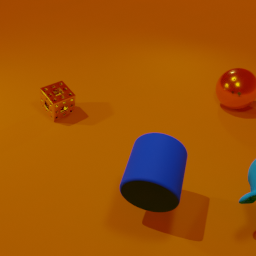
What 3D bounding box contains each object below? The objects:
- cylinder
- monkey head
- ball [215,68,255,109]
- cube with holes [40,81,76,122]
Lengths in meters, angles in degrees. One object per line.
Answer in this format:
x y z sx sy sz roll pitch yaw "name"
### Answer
0.518 0.856 5.409 1.116 1.116 1.116 10 48 12 "cylinder"
2.840 1.155 5.463 1.189 1.419 1.973 41 53 18 "monkey head"
3.391 -1.223 8.723 1.274 1.274 1.274 0 38 0 "ball"
-2.131 -0.819 8.493 0.755 0.755 0.755 -28 61 -32 "cube with holes"
